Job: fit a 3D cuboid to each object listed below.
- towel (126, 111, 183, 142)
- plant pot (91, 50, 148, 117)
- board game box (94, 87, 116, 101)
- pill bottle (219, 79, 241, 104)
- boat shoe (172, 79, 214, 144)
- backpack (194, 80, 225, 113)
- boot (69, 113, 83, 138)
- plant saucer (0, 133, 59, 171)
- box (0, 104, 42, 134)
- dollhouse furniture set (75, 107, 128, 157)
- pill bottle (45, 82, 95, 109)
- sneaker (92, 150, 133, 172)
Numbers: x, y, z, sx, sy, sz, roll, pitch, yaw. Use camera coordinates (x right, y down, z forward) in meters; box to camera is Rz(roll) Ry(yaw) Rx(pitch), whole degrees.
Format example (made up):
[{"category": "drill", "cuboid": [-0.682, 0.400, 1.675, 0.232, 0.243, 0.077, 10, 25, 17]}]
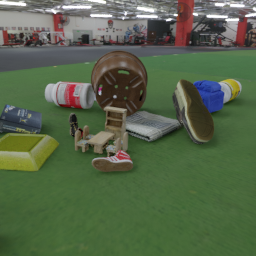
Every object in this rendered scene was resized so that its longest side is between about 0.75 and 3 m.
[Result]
[{"category": "towel", "cuboid": [0.594, -0.192, 9.807, 2.150, 0.371, 2.070, 17, 27, 40]}, {"category": "plant pot", "cuboid": [-0.294, -1.632, 10.717, 2.407, 2.407, 2.383, -1, 20, -3]}, {"category": "board game box", "cuboid": [-1.199, -1.700, 14.045, 1.850, 0.239, 1.850, 13, 24, 33]}, {"category": "pill bottle", "cuboid": [4.658, -1.758, 13.134, 0.981, 0.981, 1.752, 17, 26, 38]}, {"category": "boat shoe", "cuboid": [2.055, -0.468, 9.270, 0.958, 0.881, 2.680, 10, 47, -21]}, {"category": "backpack", "cuboid": [3.098, -1.362, 11.713, 1.227, 1.267, 1.510, -10, 21, -40]}, {"category": "boot", "cuboid": [-1.627, -0.040, 8.782, 0.282, 0.772, 0.581, -5, 19, -34]}, {"category": "plant saucer", "cuboid": [-2.997, 0.562, 7.713, 1.717, 0.412, 1.720, 2, 21, 5]}, {"category": "box", "cuboid": [-3.543, -0.244, 9.282, 1.257, 0.407, 1.595, 16, 17, -21]}, {"category": "dollhouse furniture set", "cuboid": [-0.622, 0.067, 8.138, 1.310, 0.993, 1.495, 10, 21, 20]}, {"category": "pill bottle", "cuboid": [-2.519, -1.437, 12.115, 1.943, 1.090, 1.090, 6, 21, 15]}, {"category": "sneaker", "cuboid": [-0.407, 0.817, 7.102, 1.013, 0.361, 0.570, 5, 24, -8]}]
